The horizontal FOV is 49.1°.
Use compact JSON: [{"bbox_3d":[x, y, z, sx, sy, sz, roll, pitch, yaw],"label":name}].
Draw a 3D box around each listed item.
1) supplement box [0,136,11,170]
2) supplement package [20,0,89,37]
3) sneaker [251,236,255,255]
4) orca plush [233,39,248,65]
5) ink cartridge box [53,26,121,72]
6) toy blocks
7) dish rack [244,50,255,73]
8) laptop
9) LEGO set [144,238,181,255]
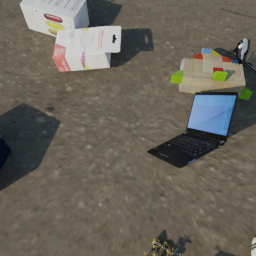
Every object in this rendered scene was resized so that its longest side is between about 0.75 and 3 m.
[{"bbox_3d":[-4.807,0.915,8.159,1.813,1.219,1.815,19,64,2],"label":"supplement box"},{"bbox_3d":[-2.800,-4.463,11.003,2.204,1.253,1.207,18,63,9],"label":"supplement package"},{"bbox_3d":[4.561,3.291,7.170,2.709,1.025,1.187,3,62,1],"label":"sneaker"},{"bbox_3d":[4.293,-2.936,10.815,0.633,0.428,1.204,25,68,-37],"label":"orca plush"},{"bbox_3d":[-1.388,-2.909,10.262,2.410,0.813,1.404,-3,60,8],"label":"ink cartridge box"},{"bbox_3d":[2.908,-2.040,9.911,2.704,1.351,1.848,7,52,4],"label":"toy blocks"},{"bbox_3d":[6.006,-2.727,10.458,2.707,0.738,2.076,-40,71,-20],"label":"dish rack"},{"bbox_3d":[1.770,-0.063,8.136,2.344,2.077,1.210,-25,104,-15],"label":"laptop"},{"bbox_3d":[0.799,3.436,7.318,0.816,0.615,1.062,35,68,16],"label":"LEGO set"}]
